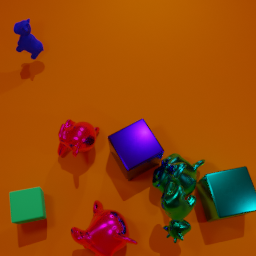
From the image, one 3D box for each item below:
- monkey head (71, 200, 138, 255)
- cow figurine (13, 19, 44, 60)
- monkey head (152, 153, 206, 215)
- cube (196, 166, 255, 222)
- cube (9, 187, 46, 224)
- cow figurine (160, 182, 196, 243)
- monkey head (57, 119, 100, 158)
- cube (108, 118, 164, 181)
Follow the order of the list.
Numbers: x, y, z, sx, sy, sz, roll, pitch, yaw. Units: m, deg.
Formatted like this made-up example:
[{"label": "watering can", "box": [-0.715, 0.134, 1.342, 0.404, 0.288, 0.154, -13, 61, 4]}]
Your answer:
[{"label": "monkey head", "box": [-0.664, 2.550, 7.044, 1.142, 1.363, 1.895, -53, 39, -6]}, {"label": "cow figurine", "box": [-3.222, -2.916, 9.165, 1.165, 1.146, 0.639, 26, 43, -35]}, {"label": "monkey head", "box": [1.399, 1.367, 7.564, 1.148, 1.371, 1.905, 41, 75, -7]}, {"label": "cube", "box": [2.636, 1.798, 7.510, 1.137, 1.137, 1.137, -10, 67, -5]}, {"label": "cube", "box": [-2.594, 2.032, 7.305, 0.759, 0.759, 0.759, -8, 70, -13]}, {"label": "cow figurine", "box": [1.114, 2.027, 6.639, 0.666, 1.213, 1.193, 15, 70, 52]}, {"label": "monkey head", "box": [-1.499, 0.401, 8.174, 1.048, 1.251, 1.738, 25, 26, 5]}, {"label": "cube", "box": [0.208, 0.647, 8.033, 1.152, 1.152, 1.152, -27, 69, -12]}]
